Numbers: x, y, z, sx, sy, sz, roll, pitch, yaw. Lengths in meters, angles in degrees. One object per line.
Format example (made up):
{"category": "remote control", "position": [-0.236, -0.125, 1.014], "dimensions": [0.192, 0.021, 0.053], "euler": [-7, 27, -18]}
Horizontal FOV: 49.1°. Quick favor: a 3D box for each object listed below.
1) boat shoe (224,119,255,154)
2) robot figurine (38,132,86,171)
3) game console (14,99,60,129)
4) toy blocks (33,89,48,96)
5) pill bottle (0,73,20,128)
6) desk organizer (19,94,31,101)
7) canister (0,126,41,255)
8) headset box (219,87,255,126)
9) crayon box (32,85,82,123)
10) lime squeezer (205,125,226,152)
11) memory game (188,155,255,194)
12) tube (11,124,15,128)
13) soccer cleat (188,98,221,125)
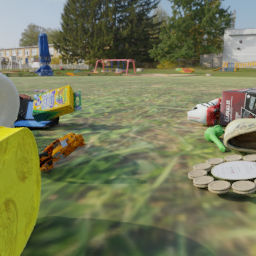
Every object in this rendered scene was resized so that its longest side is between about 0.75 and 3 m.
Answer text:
{"category": "boat shoe", "position": [3.268, 0.231, 5.651], "dimensions": [2.533, 0.928, 0.794], "euler": [-5, 14, 26]}
{"category": "robot figurine", "position": [-1.247, 0.436, 4.852], "dimensions": [1.003, 0.292, 0.727], "euler": [-35, -10, 4]}
{"category": "game console", "position": [-2.908, -0.457, 8.695], "dimensions": [1.401, 1.232, 0.815], "euler": [2, -19, 6]}
{"category": "toy blocks", "position": [-4.124, -1.457, 13.198], "dimensions": [0.679, 0.754, 0.807], "euler": [2, 15, -17]}
{"category": "pill bottle", "position": [-3.914, -0.892, 6.227], "dimensions": [2.914, 1.636, 1.636], "euler": [26, 25, 30]}
{"category": "desk organizer", "position": [-4.606, -1.093, 12.017], "dimensions": [0.627, 0.584, 1.628], "euler": [-10, 16, -29]}
{"category": "canister", "position": [-2.490, 0.744, 2.424], "dimensions": [2.872, 1.243, 2.133], "euler": [-2, 13, -2]}
{"category": "headset box", "position": [4.398, -0.561, 8.341], "dimensions": [2.230, 1.125, 3.000], "euler": [-10, 16, -37]}
{"category": "crayon box", "position": [-2.174, -0.783, 8.606], "dimensions": [1.441, 0.372, 0.906], "euler": [-15, 49, 5]}
{"category": "lime squeezer", "position": [2.326, 0.151, 7.018], "dimensions": [0.675, 0.361, 1.912], "euler": [7, 14, 31]}
{"category": "memory game", "position": [1.779, 0.709, 4.526], "dimensions": [1.604, 0.102, 1.604], "euler": [-10, 9, 2]}
{"category": "tube", "position": [-3.792, -0.236, 7.983], "dimensions": [1.064, 0.693, 2.748], "euler": [-33, 24, -21]}
{"category": "soccer cleat", "position": [2.668, -0.565, 9.357], "dimensions": [0.941, 0.758, 2.209], "euler": [5, 16, 28]}
